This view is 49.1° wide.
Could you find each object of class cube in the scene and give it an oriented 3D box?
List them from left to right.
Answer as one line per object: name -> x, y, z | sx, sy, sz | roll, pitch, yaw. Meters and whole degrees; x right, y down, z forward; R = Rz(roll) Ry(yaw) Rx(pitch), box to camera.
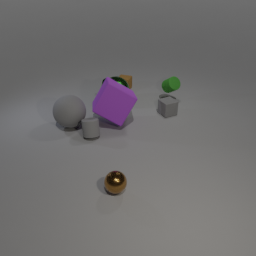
cube -> -0.607, -1.166, 12.104 | 1.400, 1.400, 1.400 | 27, 15, -16
cube -> -0.197, -2.576, 15.976 | 0.700, 0.700, 0.700 | 10, 33, 16
cube -> 1.880, -0.994, 13.254 | 0.700, 0.700, 0.700 | -15, 33, -23

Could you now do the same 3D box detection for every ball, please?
ball -> -2.488, -0.714, 11.917 | 1.400, 1.400, 1.400 | 0, 30, 0
ball -> -0.380, 1.658, 8.585 | 0.700, 0.700, 0.700 | 0, 30, 0
ball -> -0.613, -1.878, 14.043 | 1.400, 1.400, 1.400 | 0, 30, 0

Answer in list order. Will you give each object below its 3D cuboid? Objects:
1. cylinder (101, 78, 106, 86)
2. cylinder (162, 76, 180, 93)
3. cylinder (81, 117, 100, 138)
cylinder -> -1.091, -2.223, 15.136 | 0.700, 0.700, 0.700 | 8, 56, -11
cylinder -> 2.185, -2.195, 14.234 | 0.700, 0.700, 0.700 | -17, 1, -27
cylinder -> -1.517, -0.013, 11.410 | 0.700, 0.700, 0.700 | -4, 15, 1
